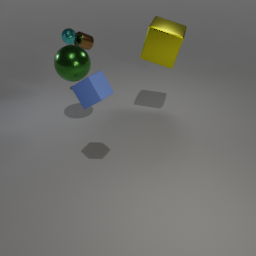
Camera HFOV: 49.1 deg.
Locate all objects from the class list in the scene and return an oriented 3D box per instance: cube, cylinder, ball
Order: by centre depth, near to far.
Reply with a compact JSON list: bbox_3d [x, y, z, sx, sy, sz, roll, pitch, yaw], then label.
[{"bbox_3d":[-0.960,-1.046,7.665,0.700,0.700,0.700,-22,13,33],"label":"cube"},{"bbox_3d":[-2.141,-2.495,10.825,1.400,1.400,1.400,0,31,0],"label":"ball"},{"bbox_3d":[1.459,-3.508,11.448,1.400,1.400,1.400,20,40,3],"label":"cube"},{"bbox_3d":[-2.681,-4.171,12.753,0.700,0.700,0.700,0,31,0],"label":"ball"},{"bbox_3d":[-2.092,-4.110,13.214,0.700,0.700,0.700,29,16,38],"label":"cylinder"}]
